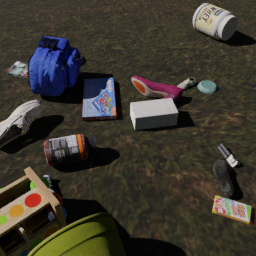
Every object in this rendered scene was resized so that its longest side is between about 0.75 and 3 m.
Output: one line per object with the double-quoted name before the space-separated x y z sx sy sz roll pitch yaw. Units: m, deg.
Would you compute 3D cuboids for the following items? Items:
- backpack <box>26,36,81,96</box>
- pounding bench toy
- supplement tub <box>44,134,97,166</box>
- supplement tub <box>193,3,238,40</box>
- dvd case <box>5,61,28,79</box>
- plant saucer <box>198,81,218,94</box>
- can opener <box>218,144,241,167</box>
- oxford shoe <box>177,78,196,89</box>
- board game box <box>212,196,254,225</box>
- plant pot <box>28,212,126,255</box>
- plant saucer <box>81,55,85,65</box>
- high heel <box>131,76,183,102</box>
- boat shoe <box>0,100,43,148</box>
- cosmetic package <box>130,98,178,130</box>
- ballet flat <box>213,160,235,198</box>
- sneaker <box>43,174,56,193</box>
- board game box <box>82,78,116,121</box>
"backpack" -3.290 -2.693 12.506 2.115 2.048 2.520 7 44 3
"pounding bench toy" -3.118 2.139 7.823 2.004 1.596 2.569 -32 53 -29
"supplement tub" -1.982 0.737 9.765 1.742 0.931 0.931 -10 45 -11
"supplement tub" 5.094 -6.195 16.418 1.596 1.596 2.201 -27 49 -25
"dvd case" -5.155 -2.913 14.070 1.605 0.177 1.171 10 45 9
"plant saucer" 3.743 -1.958 13.086 0.949 0.171 0.949 0 45 0
"can opener" 3.597 0.986 10.032 0.335 0.265 1.008 14 33 -39
"oxford shoe" 2.745 -2.097 13.136 1.059 0.306 0.398 -25 52 -21
"board game box" 3.209 2.488 8.511 1.176 0.176 0.562 17 47 13
"plant pot" -0.829 3.462 6.286 2.232 2.232 2.149 -22 60 -21
"plant saucer" -3.057 -3.622 14.776 1.506 0.222 1.506 1 44 -1
"high heel" 1.294 -1.844 12.516 2.299 0.775 1.105 37 64 14
"boat shoe" -4.143 -0.092 10.706 0.864 0.882 2.491 31 61 27
"cosmetic package" 1.025 -0.572 11.271 1.765 0.716 0.996 -7 44 -5
"ballet flat" 3.159 1.658 9.292 0.505 0.431 1.519 -20 35 19
"sneaker" -2.549 1.820 9.090 0.850 0.298 0.461 25 51 27
"board game box" -1.272 -1.334 12.369 1.400 0.264 2.719 -4 44 -2
